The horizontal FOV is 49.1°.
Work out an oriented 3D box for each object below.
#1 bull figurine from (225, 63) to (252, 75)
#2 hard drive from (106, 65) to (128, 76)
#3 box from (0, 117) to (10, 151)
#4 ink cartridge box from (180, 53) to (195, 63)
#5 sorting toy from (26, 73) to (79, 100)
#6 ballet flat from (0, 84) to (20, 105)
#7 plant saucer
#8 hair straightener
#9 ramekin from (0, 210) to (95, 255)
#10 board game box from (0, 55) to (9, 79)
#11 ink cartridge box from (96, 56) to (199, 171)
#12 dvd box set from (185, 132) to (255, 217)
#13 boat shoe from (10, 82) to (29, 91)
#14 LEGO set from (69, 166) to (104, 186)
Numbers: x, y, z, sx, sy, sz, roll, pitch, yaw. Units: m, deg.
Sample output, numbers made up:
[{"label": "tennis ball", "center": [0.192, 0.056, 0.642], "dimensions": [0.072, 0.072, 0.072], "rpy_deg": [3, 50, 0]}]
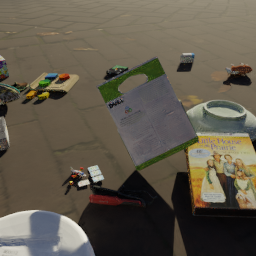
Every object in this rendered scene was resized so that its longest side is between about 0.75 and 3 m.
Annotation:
[{"label": "bull figurine", "center": [5.381, -2.886, 13.802], "dimensions": [1.351, 0.440, 0.820], "rpy_deg": [0, 34, 0]}, {"label": "hard drive", "center": [-0.526, -2.862, 13.989], "dimensions": [0.706, 0.191, 1.011], "rpy_deg": [18, 38, 24]}, {"label": "box", "center": [-4.880, 0.323, 9.039], "dimensions": [1.846, 0.446, 1.462], "rpy_deg": [-14, 37, -20]}, {"label": "ink cartridge box", "center": [3.171, -3.790, 15.138], "dimensions": [0.764, 0.443, 0.259], "rpy_deg": [-3, 34, -4]}, {"label": "sorting toy", "center": [-3.420, -1.947, 12.510], "dimensions": [1.799, 0.323, 2.415], "rpy_deg": [7, 35, 10]}, {"label": "ballet flat", "center": [-5.692, -1.282, 11.161], "dimensions": [2.944, 1.059, 1.059], "rpy_deg": [12, 36, 17]}, {"label": "plant saucer", "center": [3.316, -0.404, 9.766], "dimensions": [2.671, 0.670, 2.671], "rpy_deg": [1, 29, -1]}, {"label": "hair straightener", "center": [-0.099, 1.657, 7.156], "dimensions": [1.709, 0.350, 0.658], "rpy_deg": [2, 34, 4]}, {"label": "ramekin", "center": [-1.725, 2.721, 4.698], "dimensions": [2.704, 1.318, 2.704], "rpy_deg": [0, 35, 0]}, {"label": "board game box", "center": [-6.678, -2.756, 13.220], "dimensions": [1.696, 0.873, 0.889], "rpy_deg": [-23, 40, -30]}, {"label": "ink cartridge box", "center": [0.522, -0.390, 7.672], "dimensions": [1.845, 2.497, 0.946], "rpy_deg": [-26, 4, 1]}, {"label": "dvd box set", "center": [2.585, 1.137, 7.563], "dimensions": [1.924, 0.387, 2.630], "rpy_deg": [1, 41, 5]}, {"label": "boat shoe", "center": [-4.845, -1.836, 12.287], "dimensions": [0.393, 0.393, 1.063], "rpy_deg": [21, 39, 28]}, {"label": "LEGO set", "center": [-1.213, 1.299, 7.820], "dimensions": [0.931, 0.228, 0.695], "rpy_deg": [-12, 32, -17]}]
